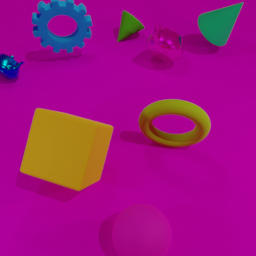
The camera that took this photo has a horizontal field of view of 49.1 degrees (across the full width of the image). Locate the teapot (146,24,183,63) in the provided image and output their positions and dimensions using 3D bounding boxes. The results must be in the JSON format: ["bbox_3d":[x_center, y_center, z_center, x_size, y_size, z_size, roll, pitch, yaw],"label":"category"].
[{"bbox_3d":[1.278,-2.714,9.071,1.221,1.964,0.962,23,89,33],"label":"teapot"}]

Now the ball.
[{"bbox_3d":[0.258,1.997,5.270,1.107,1.107,1.107,0,50,0],"label":"ball"}]

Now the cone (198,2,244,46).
[{"bbox_3d":[3.214,-3.602,9.082,1.320,1.325,1.320,11,65,-25],"label":"cone"}]

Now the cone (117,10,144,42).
[{"bbox_3d":[-0.090,-3.535,10.205,0.989,0.989,0.992,42,99,29],"label":"cone"}]

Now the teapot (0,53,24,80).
[{"bbox_3d":[-3.714,-1.939,8.648,1.404,0.873,0.687,17,73,34],"label":"teapot"}]

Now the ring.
[{"bbox_3d":[1.079,-0.069,6.628,1.680,1.680,0.336,8,56,6],"label":"ring"}]

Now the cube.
[{"bbox_3d":[-1.251,0.421,6.074,1.340,1.340,1.340,15,92,11],"label":"cube"}]

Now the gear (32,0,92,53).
[{"bbox_3d":[-2.019,-3.143,8.648,1.782,1.782,0.330,-9,54,-8],"label":"gear"}]
